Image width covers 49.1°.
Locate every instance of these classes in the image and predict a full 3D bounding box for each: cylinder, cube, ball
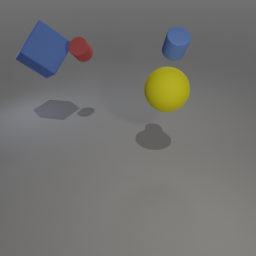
[{"bbox_3d":[1.405,-2.459,8.206,0.700,0.700,0.700,3,66,-6],"label":"cylinder"},{"bbox_3d":[-1.703,-2.843,10.176,0.700,0.700,0.700,6,-4,11],"label":"cylinder"},{"bbox_3d":[-3.191,-2.899,10.581,1.400,1.400,1.400,32,-12,-26],"label":"cube"},{"bbox_3d":[1.203,-1.187,8.688,1.400,1.400,1.400,0,29,0],"label":"ball"}]
